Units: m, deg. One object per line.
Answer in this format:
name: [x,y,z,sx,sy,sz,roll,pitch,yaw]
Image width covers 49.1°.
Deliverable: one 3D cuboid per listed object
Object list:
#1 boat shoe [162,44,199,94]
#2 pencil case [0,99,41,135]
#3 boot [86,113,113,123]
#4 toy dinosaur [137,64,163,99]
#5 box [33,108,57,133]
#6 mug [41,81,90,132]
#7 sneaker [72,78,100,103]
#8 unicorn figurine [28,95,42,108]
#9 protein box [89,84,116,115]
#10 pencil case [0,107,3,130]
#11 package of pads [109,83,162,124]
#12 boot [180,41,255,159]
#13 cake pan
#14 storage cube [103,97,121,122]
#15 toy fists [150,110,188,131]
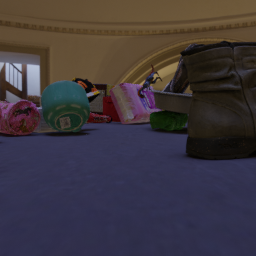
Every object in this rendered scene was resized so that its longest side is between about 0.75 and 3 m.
boat shoe: [1.864,-1.744,8.947,0.750,2.245,0.640,33,-7,-18]
pencil case: [-3.177,-0.314,7.533,0.897,0.937,2.166,5,2,-42]
boot: [-1.350,-0.438,12.607,0.985,0.495,1.366,5,2,35]
toy dinosaur: [0.672,-1.456,9.380,0.949,1.045,0.549,-31,-43,7]
box: [-2.535,-0.252,8.318,1.035,0.680,1.040,3,5,36]
mug: [-1.519,-0.439,7.383,1.216,0.915,1.480,-41,-43,24]
sneaker: [-1.571,-1.127,8.386,0.625,0.804,1.787,-38,-7,26]
unicorn figurine: [-3.619,-0.761,12.414,1.913,1.028,2.784,13,-10,-35]
protein box: [-1.868,-1.661,16.765,2.764,1.865,2.744,6,6,23]
pencil case: [-3.899,-0.260,5.194,2.888,1.250,1.196,0,45,9]
package of pads: [0.452,-1.081,12.743,1.054,1.679,2.787,-25,-9,29]
boot: [1.978,-0.459,4.184,2.569,1.678,0.870,-2,4,-22]
cake pan: [2.106,-0.755,8.541,2.920,0.535,2.920,6,9,-1]
storage cube: [-0.450,-0.966,14.310,1.413,1.270,1.208,-3,5,-44]
toy fists: [1.392,-0.266,9.015,0.981,0.662,1.925,-6,3,20]
